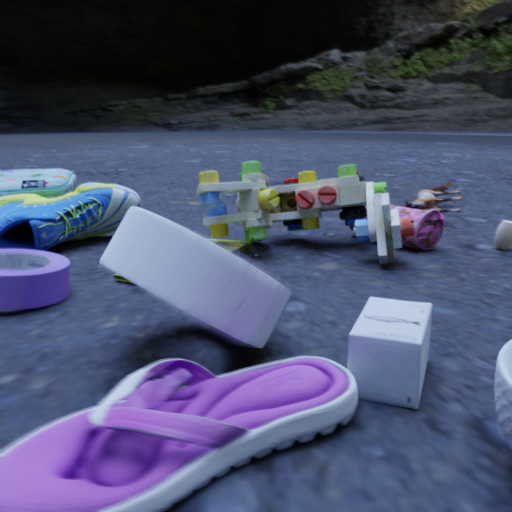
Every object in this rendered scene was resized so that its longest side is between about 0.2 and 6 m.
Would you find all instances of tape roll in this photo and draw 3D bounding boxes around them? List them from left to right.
[{"bbox_3d":[-2.919,0.254,6.732,1.285,0.422,1.285,6,13,-1],"label":"tape roll"},{"bbox_3d":[-0.547,0.214,5.187,1.710,0.598,1.710,28,-7,4],"label":"tape roll"}]

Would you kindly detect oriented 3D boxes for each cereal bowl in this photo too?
[{"bbox_3d":[2.343,1.095,3.211,1.874,0.781,1.874,0,16,0],"label":"cereal bowl"}]

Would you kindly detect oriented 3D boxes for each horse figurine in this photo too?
[{"bbox_3d":[3.946,-1.244,12.392,1.121,0.422,1.691,0,22,22],"label":"horse figurine"}]

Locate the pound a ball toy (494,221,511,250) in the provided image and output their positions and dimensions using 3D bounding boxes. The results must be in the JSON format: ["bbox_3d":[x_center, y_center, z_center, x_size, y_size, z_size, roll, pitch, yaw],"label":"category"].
[{"bbox_3d":[4.861,-0.378,8.508,1.973,0.838,1.286,0,16,-2],"label":"pound a ball toy"}]

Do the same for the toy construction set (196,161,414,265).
[{"bbox_3d":[0.849,-0.807,8.790,3.249,1.497,2.131,9,2,14],"label":"toy construction set"}]

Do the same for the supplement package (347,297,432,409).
[{"bbox_3d":[1.149,0.781,4.759,0.573,0.574,0.979,6,16,20],"label":"supplement package"}]

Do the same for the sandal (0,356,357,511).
[{"bbox_3d":[-0.482,1.001,3.773,2.684,0.660,1.092,-11,18,-34],"label":"sandal"}]

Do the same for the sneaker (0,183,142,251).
[{"bbox_3d":[-3.090,-0.496,9.163,2.541,0.962,1.335,-10,31,-15],"label":"sneaker"}]

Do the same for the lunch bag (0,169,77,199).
[{"bbox_3d":[-4.518,-1.055,10.667,2.092,1.006,2.609,-3,16,-12],"label":"lunch bag"}]

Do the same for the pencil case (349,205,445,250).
[{"bbox_3d":[2.340,-0.568,9.473,0.701,0.733,1.693,17,4,-36],"label":"pencil case"}]

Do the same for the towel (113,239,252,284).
[{"bbox_3d":[-0.973,0.088,8.118,0.937,0.197,2.178,4,16,29],"label":"towel"}]
